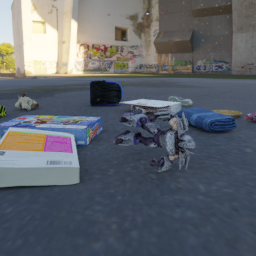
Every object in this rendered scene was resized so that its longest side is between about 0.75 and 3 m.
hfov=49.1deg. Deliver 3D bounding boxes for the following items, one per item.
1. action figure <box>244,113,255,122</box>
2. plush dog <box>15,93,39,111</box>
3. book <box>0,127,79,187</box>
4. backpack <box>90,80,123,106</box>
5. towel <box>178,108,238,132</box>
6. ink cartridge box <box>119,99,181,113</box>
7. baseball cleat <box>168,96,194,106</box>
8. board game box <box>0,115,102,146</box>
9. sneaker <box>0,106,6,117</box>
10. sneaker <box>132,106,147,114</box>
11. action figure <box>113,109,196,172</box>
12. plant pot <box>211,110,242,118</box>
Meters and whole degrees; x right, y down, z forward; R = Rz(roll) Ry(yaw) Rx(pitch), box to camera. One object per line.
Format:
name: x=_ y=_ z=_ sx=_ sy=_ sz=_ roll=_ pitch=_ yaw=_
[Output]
action figure: x=5.324 y=-0.424 z=11.068 sx=1.403 sy=1.044 sz=0.939 roll=-12 pitch=-32 yaw=7
plush dog: x=-5.077 y=-1.267 z=14.327 sx=1.072 sy=0.860 sz=0.921 roll=9 pitch=-8 yaw=35
book: x=-2.035 y=0.582 z=6.383 sx=1.727 sy=0.621 sz=2.585 roll=1 pitch=12 yaw=-13
backpack: x=-1.166 y=-1.998 z=15.774 sx=1.776 sy=1.443 sz=1.491 roll=0 pitch=10 yaw=3
towel: x=2.822 y=-0.292 z=10.298 sx=1.231 sy=0.535 sz=2.204 roll=-4 pitch=15 yaw=-17
ink cartridge box: x=1.075 y=-1.000 z=13.485 sx=2.326 sy=0.506 sz=2.019 roll=10 pitch=17 yaw=38
baseball cleat: x=3.011 y=-1.487 z=15.910 sx=1.406 sy=0.490 sz=0.748 roll=19 pitch=15 yaw=29
board game box: x=-2.444 y=0.015 z=8.975 sx=2.886 sy=0.497 sz=1.953 roll=2 pitch=13 yaw=9
sneaker: x=-5.827 y=-0.617 z=11.781 sx=0.642 sy=0.634 sz=1.680 roll=-6 pitch=2 yaw=6
sneaker: x=0.509 y=-0.813 z=13.232 sx=0.403 sy=0.344 sz=0.924 roll=6 pitch=14 yaw=-34
action figure: x=0.597 y=0.212 z=6.103 sx=0.736 sy=1.381 sz=2.122 roll=-7 pitch=15 yaw=-40
plant pot: x=4.349 y=-0.621 z=12.516 sx=1.403 sy=0.193 sz=1.403 roll=-1 pitch=12 yaw=0
